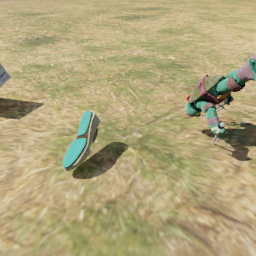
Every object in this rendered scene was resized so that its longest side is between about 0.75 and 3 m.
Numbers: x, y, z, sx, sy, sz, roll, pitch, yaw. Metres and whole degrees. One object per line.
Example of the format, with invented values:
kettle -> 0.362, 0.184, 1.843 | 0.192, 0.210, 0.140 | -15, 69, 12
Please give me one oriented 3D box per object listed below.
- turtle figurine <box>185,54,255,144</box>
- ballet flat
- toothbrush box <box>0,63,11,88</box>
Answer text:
turtle figurine -> 2.195, -0.707, 6.713 | 1.314, 2.611, 1.955 | 37, 49, -7
ballet flat -> -0.957, 0.323, 6.357 | 0.548, 0.507, 1.625 | -8, 50, 35
toothbrush box -> -4.671, -1.335, 8.602 | 1.650, 0.710, 1.202 | -8, 38, 26
